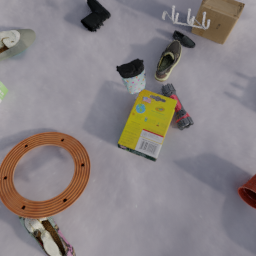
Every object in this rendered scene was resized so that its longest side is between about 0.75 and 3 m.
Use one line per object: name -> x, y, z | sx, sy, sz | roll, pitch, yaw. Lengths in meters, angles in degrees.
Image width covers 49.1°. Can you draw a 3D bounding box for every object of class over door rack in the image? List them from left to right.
over door rack -> 1.835, -3.588, 9.008 | 1.150, 1.556, 0.518 | 7, 115, -12

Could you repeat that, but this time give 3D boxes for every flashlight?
flashlight -> 1.602, -0.731, 9.359 | 0.550, 0.548, 1.618 | -22, 73, -9

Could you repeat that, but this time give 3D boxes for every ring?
ring -> -2.524, 1.350, 8.502 | 2.831, 0.272, 2.831 | -1, 57, 2

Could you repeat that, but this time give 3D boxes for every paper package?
paper package -> 3.141, -3.901, 9.976 | 1.393, 1.461, 0.756 | 25, 72, 8

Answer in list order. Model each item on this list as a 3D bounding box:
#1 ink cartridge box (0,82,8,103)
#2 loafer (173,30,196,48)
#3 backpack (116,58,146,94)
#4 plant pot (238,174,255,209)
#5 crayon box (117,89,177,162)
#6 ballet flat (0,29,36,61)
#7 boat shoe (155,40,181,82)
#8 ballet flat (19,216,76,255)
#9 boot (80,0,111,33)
ink cartridge box -> -5.247, -0.712, 9.216 | 1.354, 0.778, 2.312 | 23, 72, 8
loafer -> 2.076, -3.279, 10.355 | 0.960, 0.337, 0.326 | 35, 74, 11
backpack -> 0.132, -1.377, 7.663 | 0.780, 0.935, 0.592 | -15, 65, 2
plant pot -> 3.927, 1.807, 8.338 | 0.887, 0.912, 0.912 | -40, 75, -21
crayon box -> 0.661, -0.122, 9.141 | 1.338, 0.535, 2.108 | 21, 73, 7
ballet flat -> -4.581, -2.883, 9.928 | 2.777, 0.885, 0.936 | -34, 74, -11
boat shoe -> 1.478, -2.473, 9.941 | 0.632, 0.582, 1.770 | 25, 73, 9
ballet flat -> -2.348, 2.976, 7.911 | 0.793, 0.817, 2.295 | -41, 75, -13
boot -> -1.380, -4.295, 10.659 | 1.249, 0.462, 1.023 | 42, 75, 9
